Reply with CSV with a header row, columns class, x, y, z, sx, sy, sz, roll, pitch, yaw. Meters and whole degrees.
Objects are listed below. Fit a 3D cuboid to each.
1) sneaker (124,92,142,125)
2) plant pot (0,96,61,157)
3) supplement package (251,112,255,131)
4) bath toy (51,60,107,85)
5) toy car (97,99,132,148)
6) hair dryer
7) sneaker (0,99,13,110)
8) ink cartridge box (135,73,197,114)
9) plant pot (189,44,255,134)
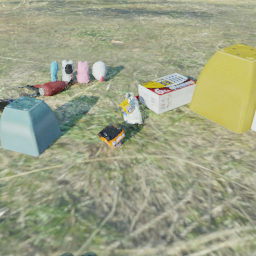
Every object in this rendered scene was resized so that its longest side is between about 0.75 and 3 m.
class,x,y,z,sx,sy,sz,roll,pitch,yaw
sneaker,0.152,-0.763,10.906,0.684,0.738,1.822,-4,35,-9
plant pot,-3.319,-0.194,9.330,1.466,1.498,1.470,10,34,16
supplement package,5.746,-0.562,10.044,2.229,1.308,1.303,-21,39,-29
bath toy,-2.297,-2.572,13.448,2.681,1.166,0.991,-5,68,-16
toy car,-0.141,-0.110,9.632,1.054,0.715,2.148,1,42,42
hair dryer,-3.884,-1.905,12.738,2.232,0.606,1.700,-6,30,-15
sneaker,-5.341,-0.971,11.581,1.281,0.485,0.561,3,16,1
ink cartridge box,1.556,-1.610,12.036,2.108,0.884,1.851,-21,38,-28
plant pot,4.178,-1.727,10.713,2.490,2.547,2.474,-24,40,-31
